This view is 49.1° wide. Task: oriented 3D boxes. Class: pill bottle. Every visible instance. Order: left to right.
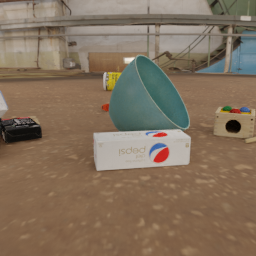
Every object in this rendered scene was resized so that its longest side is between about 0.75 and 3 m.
[{"bbox_3d":[-0.669,-3.940,23.799,2.726,1.517,1.517,1,15,3],"label":"pill bottle"}]

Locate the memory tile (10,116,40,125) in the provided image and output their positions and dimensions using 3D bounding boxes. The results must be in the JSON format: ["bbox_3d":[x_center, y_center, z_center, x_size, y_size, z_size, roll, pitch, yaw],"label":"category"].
[{"bbox_3d":[-4.612,-0.271,12.381,1.293,0.142,1.686,-6,15,-23],"label":"memory tile"}]

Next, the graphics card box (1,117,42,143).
[{"bbox_3d":[-4.064,0.030,10.436,1.246,0.505,1.985,-9,15,-31],"label":"graphics card box"}]

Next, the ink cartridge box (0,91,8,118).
[{"bbox_3d":[-5.509,-0.394,9.770,2.286,0.873,1.560,-36,-16,34],"label":"ink cartridge box"}]

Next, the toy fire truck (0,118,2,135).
[{"bbox_3d":[-4.850,0.374,8.285,1.970,1.267,1.734,4,13,-25],"label":"toy fire truck"}]

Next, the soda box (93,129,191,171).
[{"bbox_3d":[0.364,0.575,7.760,2.583,0.822,0.880,-3,15,-11],"label":"soda box"}]

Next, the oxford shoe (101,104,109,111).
[{"bbox_3d":[-1.058,-1.113,15.253,1.143,0.407,0.415,-3,4,-44],"label":"oxford shoe"}]

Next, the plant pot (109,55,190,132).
[{"bbox_3d":[0.496,-0.755,9.901,2.003,2.974,2.974,-34,-1,26],"label":"plant pot"}]

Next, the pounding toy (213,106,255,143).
[{"bbox_3d":[4.353,-0.181,10.285,2.216,1.014,1.947,6,15,23],"label":"pounding toy"}]
